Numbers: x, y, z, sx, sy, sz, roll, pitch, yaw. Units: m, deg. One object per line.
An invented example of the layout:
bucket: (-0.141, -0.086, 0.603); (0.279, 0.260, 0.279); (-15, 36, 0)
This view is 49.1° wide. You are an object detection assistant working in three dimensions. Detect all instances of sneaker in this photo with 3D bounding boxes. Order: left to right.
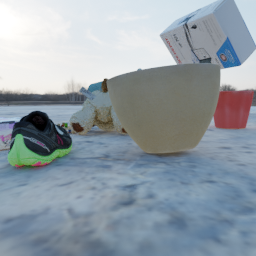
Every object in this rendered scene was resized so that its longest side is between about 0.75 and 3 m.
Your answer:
sneaker: (-1.613, 0.115, 5.500); (0.854, 0.933, 2.226); (0, 6, -1)

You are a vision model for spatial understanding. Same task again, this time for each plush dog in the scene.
plush dog: (-0.778, -0.515, 9.653); (2.240, 1.797, 1.924); (0, -18, -1)

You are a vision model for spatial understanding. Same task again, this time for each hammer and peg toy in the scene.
hammer and peg toy: (-2.211, -0.018, 9.695); (0.972, 0.343, 0.715); (1, 6, 6)

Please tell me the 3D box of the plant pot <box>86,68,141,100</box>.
plant pot: (-0.440, -1.335, 13.303); (2.541, 2.594, 2.594); (-7, 4, 16)

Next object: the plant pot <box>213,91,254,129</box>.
plant pot: (4.100, -0.740, 11.181); (1.666, 1.474, 1.666); (0, 6, 0)

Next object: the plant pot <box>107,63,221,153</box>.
plant pot: (0.804, -0.327, 5.983); (2.381, 1.598, 2.381); (-6, 2, 0)

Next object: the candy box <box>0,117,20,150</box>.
candy box: (-3.507, 0.118, 6.771); (1.855, 0.664, 1.556); (5, 8, 43)

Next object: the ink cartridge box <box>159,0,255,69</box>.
ink cartridge box: (2.309, -2.619, 8.415); (0.999, 1.704, 2.327); (-46, 22, -21)

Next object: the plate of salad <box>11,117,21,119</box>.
plate of salad: (-5.880, -0.417, 14.409); (0.762, 0.183, 0.762); (-7, 14, 2)
